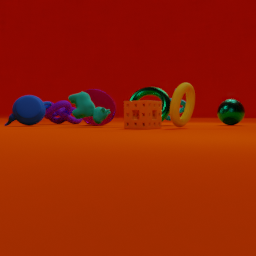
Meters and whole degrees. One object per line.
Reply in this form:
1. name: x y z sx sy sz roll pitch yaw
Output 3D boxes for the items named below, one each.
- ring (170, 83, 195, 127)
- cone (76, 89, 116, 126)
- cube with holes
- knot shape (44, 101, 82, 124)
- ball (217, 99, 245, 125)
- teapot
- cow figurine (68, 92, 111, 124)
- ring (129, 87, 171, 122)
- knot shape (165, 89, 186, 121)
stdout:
1. ring: 1.578 -0.653 8.036 0.258 1.292 1.292 15 10 34
2. cone: -1.467 -0.483 11.213 1.554 1.554 1.560 -1 -24 -23
3. cube with holes: 0.423 -0.368 7.918 0.774 0.774 0.774 2 3 36
4. knot shape: -3.248 -0.713 13.119 1.833 0.905 1.959 2 -11 35
5. ball: 4.151 -0.634 11.298 1.059 1.059 1.059 0 2 0
6. teapot: -3.709 -0.569 10.393 1.865 1.160 0.913 -27 -12 -21
7. cow figurine: -1.228 -0.675 9.067 1.182 1.201 0.659 -17 -14 -1
8. ring: 0.759 -0.796 10.104 1.582 1.582 0.316 0 -24 12
9. knot shape: 1.944 -0.894 11.552 0.628 1.358 1.271 37 8 40
